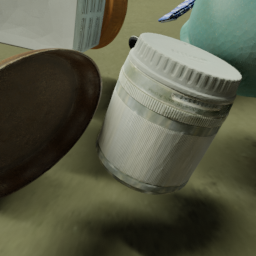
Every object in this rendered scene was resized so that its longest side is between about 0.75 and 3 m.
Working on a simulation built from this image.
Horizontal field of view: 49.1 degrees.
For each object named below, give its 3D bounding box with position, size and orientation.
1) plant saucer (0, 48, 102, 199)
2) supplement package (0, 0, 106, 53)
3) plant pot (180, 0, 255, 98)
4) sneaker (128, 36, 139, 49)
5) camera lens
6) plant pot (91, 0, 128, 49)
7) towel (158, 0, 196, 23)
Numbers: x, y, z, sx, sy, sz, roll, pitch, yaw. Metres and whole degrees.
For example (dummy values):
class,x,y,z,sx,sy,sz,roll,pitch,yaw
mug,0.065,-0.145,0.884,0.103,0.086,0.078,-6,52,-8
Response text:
class,x,y,z,sx,sy,sz,roll,pitch,yaw
plant saucer,-1.417,-0.020,3.797,0.415,2.585,2.585,41,52,19
supplement package,-1.622,-2.443,5.551,1.949,1.499,2.038,13,24,3
plant pot,2.227,-1.735,5.242,1.919,2.864,2.864,-28,18,41
sneaker,0.590,-2.218,7.650,1.321,0.474,0.547,20,60,-27
camera lens,0.519,-0.162,4.306,1.663,2.079,1.663,17,30,-10
plant pot,-1.601,-3.534,7.630,2.695,2.695,1.886,29,29,31
towel,2.042,-3.873,8.069,2.423,0.289,1.754,-35,18,4
